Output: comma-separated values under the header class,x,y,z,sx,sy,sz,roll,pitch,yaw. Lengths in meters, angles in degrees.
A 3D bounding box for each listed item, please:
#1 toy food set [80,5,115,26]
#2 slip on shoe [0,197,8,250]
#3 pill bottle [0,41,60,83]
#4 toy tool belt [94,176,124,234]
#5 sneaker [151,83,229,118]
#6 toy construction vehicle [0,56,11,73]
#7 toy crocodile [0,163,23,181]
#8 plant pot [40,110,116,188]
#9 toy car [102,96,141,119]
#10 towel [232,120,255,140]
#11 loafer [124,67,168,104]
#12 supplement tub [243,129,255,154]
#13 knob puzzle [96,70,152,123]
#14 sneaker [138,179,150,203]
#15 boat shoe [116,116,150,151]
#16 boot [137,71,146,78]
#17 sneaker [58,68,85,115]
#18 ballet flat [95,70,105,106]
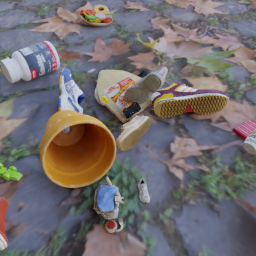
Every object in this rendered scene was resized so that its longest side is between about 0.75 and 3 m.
class,x,y,z,sx,sy,sz,roll,pitch,yaw
toy food set,-1.874,-6.847,17.068,2.096,0.510,2.075,-18,52,-28
slip on shoe,-3.615,2.203,7.573,0.726,0.879,2.374,-20,42,-26
pill bottle,-4.361,-2.889,12.509,2.260,1.351,1.351,-32,52,-27
toy tool belt,-0.522,2.080,7.654,0.848,0.835,1.358,-5,44,-5
sneaker,2.391,-1.267,10.975,2.978,1.116,1.342,-3,47,-5
toy construction vehicle,-5.929,-2.998,13.395,0.914,0.370,1.050,-17,48,-33
toy crocodile,-3.876,1.395,8.766,1.197,0.370,0.404,14,45,8
plant pot,-1.721,0.408,8.708,2.155,2.155,1.973,-18,31,-18
toy car,-0.243,-0.961,10.321,1.464,0.718,0.487,35,10,-22
towel,4.444,0.079,10.282,1.033,0.116,0.747,-22,46,-24
loafer,0.673,-1.499,10.161,0.799,2.223,0.699,46,57,-10
supplement tub,4.284,0.417,9.275,0.838,0.605,0.605,-41,55,-16
knob puzzle,-0.266,-1.464,11.394,2.603,0.361,2.603,8,56,-13
sneaker,0.455,1.840,8.263,0.288,0.350,0.760,-10,45,-10
boat shoe,0.084,0.131,9.845,0.671,0.715,1.938,19,35,26
boot,0.325,-2.342,12.623,0.822,0.374,0.978,18,53,13
sneaker,-2.245,-1.384,11.217,1.036,0.885,2.351,-2,62,-10
ballet flat,-1.072,-1.775,11.841,0.691,0.691,1.990,-3,44,-3
